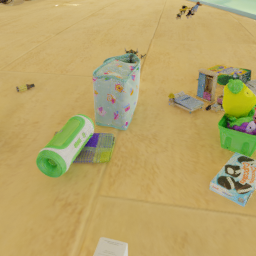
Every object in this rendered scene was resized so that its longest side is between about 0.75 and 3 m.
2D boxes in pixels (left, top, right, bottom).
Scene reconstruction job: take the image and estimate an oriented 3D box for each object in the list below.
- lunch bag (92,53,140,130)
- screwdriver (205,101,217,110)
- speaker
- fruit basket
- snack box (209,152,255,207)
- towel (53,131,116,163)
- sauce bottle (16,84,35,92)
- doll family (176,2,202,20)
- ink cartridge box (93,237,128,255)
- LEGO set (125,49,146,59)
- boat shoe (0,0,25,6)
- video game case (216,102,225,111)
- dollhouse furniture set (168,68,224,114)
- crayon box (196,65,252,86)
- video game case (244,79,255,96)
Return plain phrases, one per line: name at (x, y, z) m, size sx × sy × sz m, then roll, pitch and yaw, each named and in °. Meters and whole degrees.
lunch bag at (-0.312, -1.518, 10.816) m, size 1.564 × 2.184 × 2.564 m, roll 10°, pitch 36°, yaw 13°
screwdriver at (3.690, -1.023, 11.928) m, size 1.239 × 0.173 × 0.180 m, roll -26°, pitch 72°, yaw -34°
speaker at (-1.861, 0.472, 8.671) m, size 1.011 × 1.011 × 2.287 m, roll 10°, pitch 35°, yaw 14°
fruit basket at (3.911, -0.502, 9.316) m, size 1.690 × 2.343 × 2.343 m, roll 20°, pitch 38°, yaw 27°
snack box at (3.220, 1.414, 8.078) m, size 1.020 × 0.326 × 1.756 m, roll 25°, pitch 41°, yaw 32°
towel at (-1.578, 0.611, 9.366) m, size 2.191 × 0.250 × 1.574 m, roll 3°, pitch 33°, yaw 5°
sauce bottle at (-4.826, -1.913, 13.194) m, size 0.845 × 0.273 × 0.273 m, roll -19°, pitch 38°, yaw -29°
doll family at (2.322, -4.496, 10.699) m, size 1.070 × 0.420 × 0.619 m, roll 9°, pitch 49°, yaw 30°
ink cartridge box at (-0.448, 2.943, 5.125) m, size 0.584 × 1.017 × 1.400 m, roll 8°, pitch 34°, yaw 12°
LEGO set at (0.369, -4.502, 17.126) m, size 0.953 × 0.416 × 1.468 m, roll -24°, pitch 53°, yaw -29°
boat shoe at (-4.234, -4.526, 9.897) m, size 1.299 × 0.463 × 0.419 m, roll -21°, pitch 43°, yaw -36°
video game case at (4.085, -0.942, 11.871) m, size 0.698 × 0.088 × 0.766 m, roll 11°, pitch 35°, yaw 17°
dollhouse furniture set at (2.889, -1.436, 11.442) m, size 1.956 × 1.276 × 1.847 m, roll -22°, pitch 35°, yaw -29°
crayon box at (4.604, -2.578, 13.633) m, size 1.383 × 0.567 × 2.200 m, roll -25°, pitch 31°, yaw -32°
video game case at (6.666, -1.630, 12.734) m, size 2.352 × 0.285 × 2.583 m, roll -9°, pitch 33°, yaw -13°
